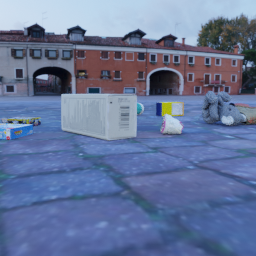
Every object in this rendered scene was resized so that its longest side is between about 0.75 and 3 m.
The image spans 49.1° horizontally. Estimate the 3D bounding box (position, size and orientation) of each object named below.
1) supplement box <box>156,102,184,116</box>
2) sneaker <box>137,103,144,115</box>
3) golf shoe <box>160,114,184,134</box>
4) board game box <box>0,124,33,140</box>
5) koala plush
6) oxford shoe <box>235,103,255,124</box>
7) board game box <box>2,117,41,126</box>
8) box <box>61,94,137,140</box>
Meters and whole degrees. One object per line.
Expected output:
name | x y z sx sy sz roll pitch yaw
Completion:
supplement box | 2.531 -1.151 16.941 1.516 0.825 0.830 -2 7 -12
sneaker | -0.522 -1.308 17.471 2.683 1.122 1.620 7 0 35
golf shoe | 1.535 -0.081 9.807 0.757 0.623 1.655 12 14 5
board game box | -3.881 0.095 8.924 1.183 0.338 1.208 2 7 12
koala plush | 4.144 -0.629 12.040 1.449 1.502 1.634 -7 31 -41
oxford shoe | 5.560 -0.420 12.052 2.636 0.928 0.986 8 37 44
board game box | -4.472 -0.261 11.802 1.227 0.348 1.015 1 5 11
box | -1.074 -0.462 9.323 1.138 1.390 2.927 -5 10 -39
